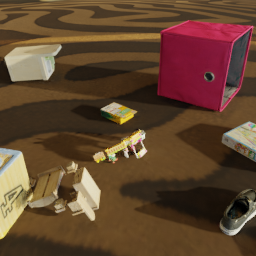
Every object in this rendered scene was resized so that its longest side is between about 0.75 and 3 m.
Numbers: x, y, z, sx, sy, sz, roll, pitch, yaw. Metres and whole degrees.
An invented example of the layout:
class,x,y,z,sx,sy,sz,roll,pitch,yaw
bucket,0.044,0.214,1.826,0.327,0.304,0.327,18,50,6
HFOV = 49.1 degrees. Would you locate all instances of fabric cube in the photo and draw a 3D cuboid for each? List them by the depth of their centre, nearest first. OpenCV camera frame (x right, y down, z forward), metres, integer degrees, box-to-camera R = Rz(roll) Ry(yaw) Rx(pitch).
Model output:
class,x,y,z,sx,sy,sz,roll,pitch,yaw
fabric cube,3.048,-2.653,11.296,2.738,2.695,2.747,20,37,28

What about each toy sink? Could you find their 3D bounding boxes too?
class,x,y,z,sx,sy,sz,roll,pitch,yaw
toy sink,-4.310,-3.082,13.333,2.309,1.294,1.505,-4,32,2

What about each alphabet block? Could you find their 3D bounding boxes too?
class,x,y,z,sx,sy,sz,roll,pitch,yaw
alphabet block,-3.082,1.337,6.107,1.346,1.379,1.354,9,33,12

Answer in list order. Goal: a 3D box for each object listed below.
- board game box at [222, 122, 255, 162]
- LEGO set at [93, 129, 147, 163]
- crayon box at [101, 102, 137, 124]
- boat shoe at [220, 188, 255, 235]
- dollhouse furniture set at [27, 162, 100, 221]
class,x,y,z,sx,sy,sz,roll,pitch,yaw
board game box,4.050,0.540,8.375,1.334,0.340,1.984,-21,37,-29
LEGO set,-0.074,0.673,8.129,1.796,0.668,0.826,-30,8,-32
crayon box,-0.328,-0.517,10.124,1.147,0.296,0.721,23,39,34
boat shoe,2.579,1.778,6.285,0.531,0.438,1.547,25,40,34
dollhouse furniture set,-1.648,1.713,6.560,1.787,0.873,1.524,-21,29,12
